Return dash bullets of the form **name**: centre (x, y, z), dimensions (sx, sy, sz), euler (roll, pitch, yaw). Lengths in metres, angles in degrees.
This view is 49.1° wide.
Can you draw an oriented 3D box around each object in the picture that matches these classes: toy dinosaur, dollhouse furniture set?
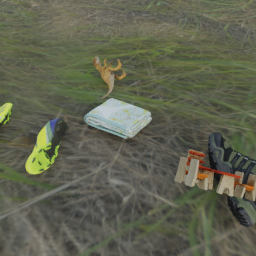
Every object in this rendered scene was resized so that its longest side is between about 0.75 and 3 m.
- **toy dinosaur**: centre (-0.687, -1.928, 10.631), dimensions (1.206, 0.686, 2.271), euler (-27, 52, 1)
- **dollhouse furniture set**: centre (1.739, 0.907, 5.975), dimensions (1.498, 0.771, 1.481), euler (16, -6, -17)

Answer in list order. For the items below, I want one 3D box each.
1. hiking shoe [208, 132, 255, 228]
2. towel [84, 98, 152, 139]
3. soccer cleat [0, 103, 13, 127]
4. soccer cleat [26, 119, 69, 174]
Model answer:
- **hiking shoe**: centre (2.817, 1.082, 6.843), dimensions (1.272, 0.957, 2.527), euler (-16, 52, 3)
- **towel**: centre (-0.280, -0.329, 8.860), dimensions (1.722, 0.415, 1.474), euler (22, 35, 23)
- **soccer cleat**: centre (-4.165, -0.245, 8.649), dimensions (0.734, 0.567, 1.754), euler (20, 45, -5)
- **soccer cleat**: centre (-2.370, 0.529, 7.982), dimensions (0.836, 0.646, 1.999), euler (-12, 38, 29)
